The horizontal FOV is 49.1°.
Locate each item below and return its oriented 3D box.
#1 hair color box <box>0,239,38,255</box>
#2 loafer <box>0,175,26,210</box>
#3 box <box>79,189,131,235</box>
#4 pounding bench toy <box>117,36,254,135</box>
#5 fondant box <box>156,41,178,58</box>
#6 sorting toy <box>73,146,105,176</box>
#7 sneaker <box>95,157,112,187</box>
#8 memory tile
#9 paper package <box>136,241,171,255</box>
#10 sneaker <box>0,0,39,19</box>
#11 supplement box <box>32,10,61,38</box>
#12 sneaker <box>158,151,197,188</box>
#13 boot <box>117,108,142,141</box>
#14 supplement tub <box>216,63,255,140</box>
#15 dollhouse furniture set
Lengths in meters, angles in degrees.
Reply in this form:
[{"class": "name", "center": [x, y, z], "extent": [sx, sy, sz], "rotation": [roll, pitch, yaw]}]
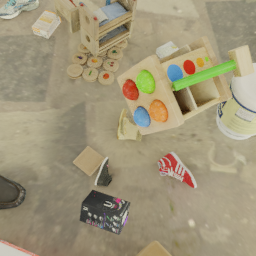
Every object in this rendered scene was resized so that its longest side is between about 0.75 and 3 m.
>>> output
[{"class": "hair color box", "center": [-2.772, 4.151, 7.291], "extent": [2.935, 0.938, 1.628], "rotation": [17, 64, 10]}, {"class": "loafer", "center": [-4.575, 1.703, 8.483], "extent": [2.934, 1.061, 1.068], "rotation": [13, 62, 6]}, {"class": "box", "center": [-0.564, 2.056, 6.907], "extent": [1.074, 0.569, 0.656], "rotation": [15, 22, 13]}, {"class": "pounding bench toy", "center": [1.389, -1.149, 7.250], "extent": [2.284, 2.928, 1.819], "rotation": [-26, 94, -29]}, {"class": "fondant box", "center": [1.748, -2.947, 11.330], "extent": [0.762, 0.307, 1.056], "rotation": [-31, 68, -15]}, {"class": "sorting toy", "center": [-1.291, 1.100, 9.332], "extent": [0.835, 0.152, 0.773], "rotation": [34, 67, 21]}, {"class": "sneaker", "center": [-0.681, 1.449, 9.044], "extent": [0.487, 0.347, 0.982], "rotation": [17, 69, 7]}, {"class": "memory tile", "center": [-1.229, -2.909, 11.363], "extent": [1.960, 0.215, 2.558], "rotation": [13, 64, 7]}, {"class": "paper package", "center": [0.573, 4.525, 6.894], "extent": [2.491, 1.289, 2.374], "rotation": [-40, 69, -19]}, {"class": "sneaker", "center": [-4.982, -5.554, 12.381], "extent": [1.947, 0.840, 0.755], "rotation": [-31, 67, -15]}, {"class": "supplement box", "center": [-3.490, -4.467, 12.054], "extent": [0.719, 0.419, 1.140], "rotation": [22, 65, 11]}, {"class": "sneaker", "center": [1.514, 1.461, 8.927], "extent": [0.791, 0.501, 1.406], "rotation": [-26, 58, -17]}, {"class": "boot", "center": [0.120, -0.104, 9.785], "extent": [0.906, 0.424, 1.165], "rotation": [6, 64, 3]}, {"class": "supplement tub", "center": [3.883, -0.747, 9.034], "extent": [1.693, 2.335, 1.693], "rotation": [0, 63, 0]}, {"class": "dollhouse furniture set", "center": [-1.364, -4.734, 11.022], "extent": [1.961, 1.950, 2.782], "rotation": [-36, 73, -21]}]
